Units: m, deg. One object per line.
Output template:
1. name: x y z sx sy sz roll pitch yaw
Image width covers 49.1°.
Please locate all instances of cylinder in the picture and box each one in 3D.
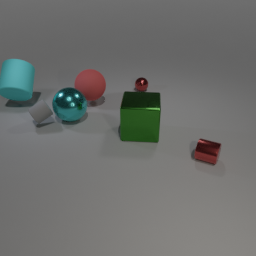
1. cylinder: -4.935 -2.111 12.465 1.400 1.400 1.400 0 72 0
2. cylinder: 2.597 0.753 9.089 0.700 0.700 0.700 15 33 24
3. cylinder: -3.429 -0.642 11.013 0.700 0.700 0.700 -36 39 -7

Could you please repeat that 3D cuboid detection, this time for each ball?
1. ball: 0.694 -2.233 14.307 0.700 0.700 0.700 0 30 0
2. ball: -1.689 -1.927 12.559 1.400 1.400 1.400 0 30 0
3. ball: -2.348 -0.947 11.340 1.400 1.400 1.400 0 30 0

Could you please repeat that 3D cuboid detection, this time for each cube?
1. cube: 0.477 -0.435 10.419 1.400 1.400 1.400 2 31 4
